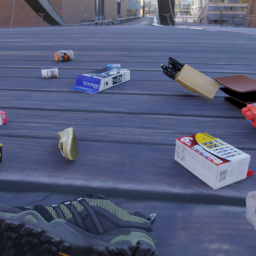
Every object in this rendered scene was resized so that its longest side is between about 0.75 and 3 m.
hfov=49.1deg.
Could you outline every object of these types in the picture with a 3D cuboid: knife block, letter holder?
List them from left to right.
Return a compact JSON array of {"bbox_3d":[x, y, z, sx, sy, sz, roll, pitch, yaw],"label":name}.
[{"bbox_3d":[2.333,-2.033,11.017,1.837,0.670,2.093,26,6,-42],"label":"knife block"},{"bbox_3d":[4.012,-1.227,10.153,1.336,0.945,1.880,-6,25,-9],"label":"letter holder"}]

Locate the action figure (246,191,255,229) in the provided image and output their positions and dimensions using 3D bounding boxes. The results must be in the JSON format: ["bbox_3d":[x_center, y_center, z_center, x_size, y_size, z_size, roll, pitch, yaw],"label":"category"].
[{"bbox_3d":[2.466,2.059,3.138,2.507,1.311,2.425,29,33,-4],"label":"action figure"}]

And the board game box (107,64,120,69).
[{"bbox_3d":[-0.829,-3.544,16.192,0.762,0.171,0.580,-1,24,-3],"label":"board game box"}]

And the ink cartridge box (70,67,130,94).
[{"bbox_3d":[-1.244,-2.264,12.930,1.423,0.561,2.861,15,29,29],"label":"ink cartridge box"}]

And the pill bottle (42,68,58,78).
[{"bbox_3d":[-3.941,-2.766,14.146,0.770,0.438,0.438,-6,25,-13],"label":"pill bottle"}]

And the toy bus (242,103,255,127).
[{"bbox_3d":[4.461,-0.385,7.909,2.075,1.467,2.161,-13,27,3],"label":"toy bus"}]

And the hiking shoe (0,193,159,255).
[{"bbox_3d":[-0.839,1.549,4.225,2.582,0.978,1.300,11,16,2],"label":"hiking shoe"}]

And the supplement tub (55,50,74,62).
[{"bbox_3d":[-4.114,-4.632,18.003,1.088,0.667,0.667,-16,29,-29],"label":"supplement tub"}]

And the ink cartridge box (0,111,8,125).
[{"bbox_3d":[-4.317,-0.254,8.661,0.655,0.380,0.888,16,27,31],"label":"ink cartridge box"}]

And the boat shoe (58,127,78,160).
[{"bbox_3d":[-1.562,0.407,7.055,0.475,0.551,1.511,-13,25,-6],"label":"boat shoe"}]

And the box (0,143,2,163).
[{"bbox_3d":[-3.908,0.673,5.802,1.621,0.501,2.031,4,7,8],"label":"box"}]

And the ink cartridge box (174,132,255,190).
[{"bbox_3d":[1.982,0.645,6.407,1.240,0.592,1.413,-12,26,-26],"label":"ink cartridge box"}]
